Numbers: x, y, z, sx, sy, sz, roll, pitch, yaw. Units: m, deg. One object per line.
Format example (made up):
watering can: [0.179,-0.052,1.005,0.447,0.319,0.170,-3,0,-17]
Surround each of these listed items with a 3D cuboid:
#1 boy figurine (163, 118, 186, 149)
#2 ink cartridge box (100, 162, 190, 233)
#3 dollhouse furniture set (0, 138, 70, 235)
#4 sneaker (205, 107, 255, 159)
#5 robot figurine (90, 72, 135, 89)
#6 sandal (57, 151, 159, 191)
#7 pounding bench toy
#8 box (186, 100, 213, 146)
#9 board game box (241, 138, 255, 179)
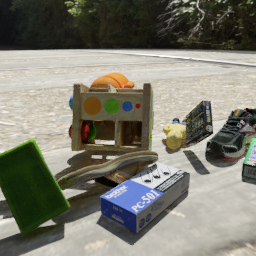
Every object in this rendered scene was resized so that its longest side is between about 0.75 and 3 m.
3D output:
boy figurine: [1.563,0.141,8.638,1.029,0.533,1.655,8,22,14]
ink cartridge box: [0.410,1.283,5.590,0.875,0.411,1.861,15,25,38]
dollhouse furniture set: [-2.680,1.374,5.103,2.716,1.363,1.779,-27,7,-18]
sneaker: [3.069,0.010,8.138,1.031,1.108,2.567,13,24,37]
robot figurine: [-0.776,-1.598,12.182,1.821,1.476,2.532,25,24,10]
sandal: [-0.336,1.011,5.912,2.295,0.620,0.922,-13,-14,-32]
pounding bench toy: [-0.357,-0.213,7.802,2.077,1.654,2.663,2,-1,8]
box: [1.901,-0.103,7.596,0.281,0.921,1.142,5,-21,-11]
board game box: [4.237,0.922,6.640,2.653,0.386,1.785,11,22,28]
